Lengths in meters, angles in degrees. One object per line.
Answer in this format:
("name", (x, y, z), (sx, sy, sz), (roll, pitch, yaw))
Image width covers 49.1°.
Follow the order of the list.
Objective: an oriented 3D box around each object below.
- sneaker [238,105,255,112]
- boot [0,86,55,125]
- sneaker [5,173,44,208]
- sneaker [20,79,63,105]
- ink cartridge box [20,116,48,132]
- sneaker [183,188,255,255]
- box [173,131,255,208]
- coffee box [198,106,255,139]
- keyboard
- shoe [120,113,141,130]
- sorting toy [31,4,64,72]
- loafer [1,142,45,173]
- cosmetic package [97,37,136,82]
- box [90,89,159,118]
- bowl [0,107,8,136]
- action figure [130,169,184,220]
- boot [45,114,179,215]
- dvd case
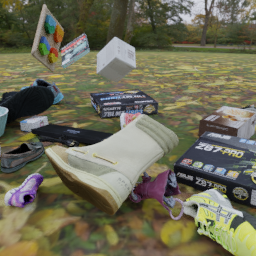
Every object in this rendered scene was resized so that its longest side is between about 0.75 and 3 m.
("sneaker", (5.316, -0.788, 12.600), (1.535, 0.609, 0.567), (6, 22, 19))
("boot", (-4.507, -1.175, 12.048), (2.963, 1.132, 2.490), (-25, 23, 0))
("sneaker", (-2.299, 1.487, 6.530), (0.492, 0.447, 1.112), (14, 27, 19))
("sneaker", (-4.686, -2.124, 14.897), (2.718, 1.298, 1.078), (9, 45, 24))
("ink cartridge box", (-3.733, -0.184, 11.189), (0.657, 0.385, 0.909), (4, 19, 20))
("sneaker", (1.725, 1.850, 5.087), (0.830, 0.819, 2.173), (-11, 11, -10))
("box", (2.786, 0.982, 7.172), (2.575, 0.632, 2.075), (13, 31, 37))
("coffee box", (3.564, -0.022, 9.954), (1.309, 0.912, 2.289), (15, 24, 36))
("keyboard", (-2.155, 0.313, 9.972), (2.997, 0.309, 1.905), (7, 14, 23))
("shoe", (0.142, -0.244, 10.984), (0.817, 0.641, 1.795), (-4, 15, 2))
("sorting toy", (-3.383, -3.786, 12.214), (0.427, 2.165, 2.339), (10, -7, 6))
("loafer", (-3.093, 0.716, 8.408), (0.643, 0.563, 1.789), (5, 20, 15))
("cosmetic package", (-0.399, -2.239, 9.325), (0.867, 0.872, 1.042), (19, -34, -36))
("box", (-0.277, -1.258, 13.846), (2.791, 0.693, 2.770), (-6, 19, -15))
("bowl", (-5.218, -0.070, 9.972), (1.912, 1.000, 1.912), (-1, 20, 0))
("action figure", (0.539, 1.394, 6.355), (1.422, 1.059, 0.953), (-16, 26, 46))
("boot", (-0.505, 0.568, 6.728), (2.309, 1.076, 2.986), (-41, 33, -25))
("dvd case", (-1.948, -2.840, 10.216), (1.127, 0.170, 1.543), (-30, 38, 10))
